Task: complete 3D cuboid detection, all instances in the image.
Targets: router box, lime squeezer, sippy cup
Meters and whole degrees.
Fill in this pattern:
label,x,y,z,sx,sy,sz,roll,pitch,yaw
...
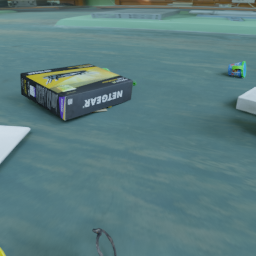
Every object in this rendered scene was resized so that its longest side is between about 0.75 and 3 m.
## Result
label,x,y,z,sx,sy,sz,roll,pitch,yaw
router box,-1.546,-1.274,8.796,2.180,0.724,2.772,27,33,32
lime squeezer,-1.212,-1.828,10.651,2.911,0.549,1.028,-4,56,-11
sippy cup,4.444,-2.374,11.438,0.627,0.856,0.672,4,55,32

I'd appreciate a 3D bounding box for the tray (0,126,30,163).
label,x,y,z,sx,sy,sz,roll,pitch,yaw
tray,-3.353,0.738,5.869,1.567,0.324,2.918,3,28,7

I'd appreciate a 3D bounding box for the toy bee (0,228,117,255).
label,x,y,z,sx,sy,sz,roll,pitch,yaw
toy bee,-0.995,1.969,2.870,1.294,2.380,1.558,-24,64,10

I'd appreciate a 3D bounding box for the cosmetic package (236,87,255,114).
label,x,y,z,sx,sy,sz,roll,pitch,yaw
cosmetic package,4.378,-0.708,8.446,1.712,0.442,1.291,25,38,38

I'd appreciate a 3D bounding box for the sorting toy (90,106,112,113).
label,x,y,z,sx,sy,sz,roll,pitch,yaw
sorting toy,-0.909,-0.637,8.692,0.900,0.121,0.671,-7,30,-25
